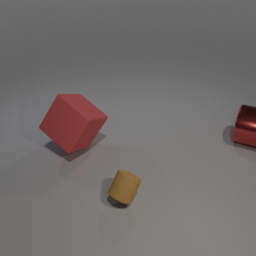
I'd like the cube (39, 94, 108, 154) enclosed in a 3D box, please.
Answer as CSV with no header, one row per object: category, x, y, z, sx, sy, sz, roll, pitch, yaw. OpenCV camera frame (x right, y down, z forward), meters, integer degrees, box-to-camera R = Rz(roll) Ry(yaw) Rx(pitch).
cube,-1.810,-0.200,9.466,1.400,1.400,1.400,39,18,12

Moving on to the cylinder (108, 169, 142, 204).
cylinder,-0.086,1.562,7.507,0.700,0.700,0.700,24,1,-1

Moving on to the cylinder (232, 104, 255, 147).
cylinder,4.598,-0.024,9.957,1.400,1.400,1.400,15,34,25
